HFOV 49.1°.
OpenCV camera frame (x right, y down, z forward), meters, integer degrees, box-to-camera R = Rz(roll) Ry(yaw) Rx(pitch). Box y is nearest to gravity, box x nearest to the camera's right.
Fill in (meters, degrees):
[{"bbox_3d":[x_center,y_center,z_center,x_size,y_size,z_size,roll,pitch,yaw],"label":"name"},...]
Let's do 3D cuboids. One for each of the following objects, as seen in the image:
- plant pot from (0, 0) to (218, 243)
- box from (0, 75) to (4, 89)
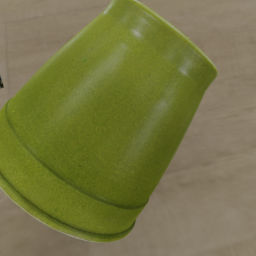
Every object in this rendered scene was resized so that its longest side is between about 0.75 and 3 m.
[{"bbox_3d":[-0.217,-0.333,4.363,2.868,2.868,2.761,43,104,22],"label":"plant pot"},{"bbox_3d":[-2.556,-0.703,4.141,1.226,0.988,0.301,-18,87,-18],"label":"box"}]
